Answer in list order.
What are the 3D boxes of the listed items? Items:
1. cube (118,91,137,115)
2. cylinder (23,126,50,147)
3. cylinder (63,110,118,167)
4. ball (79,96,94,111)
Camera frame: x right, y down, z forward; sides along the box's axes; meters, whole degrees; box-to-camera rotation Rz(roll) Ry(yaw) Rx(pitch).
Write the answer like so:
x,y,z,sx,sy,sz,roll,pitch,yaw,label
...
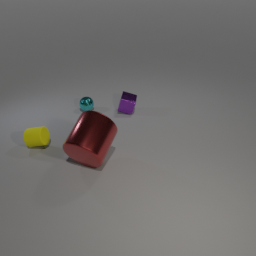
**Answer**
x,y,z,sx,sy,sz,roll,pitch,yaw,label
-0.028,-1.166,13.017,0.700,0.700,0.700,16,40,-4,cube
-3.400,0.325,10.453,0.700,0.700,0.700,-7,27,13,cylinder
-1.240,0.372,9.345,1.400,1.400,1.400,12,58,21,cylinder
-1.958,-1.140,13.245,0.700,0.700,0.700,0,29,0,ball
